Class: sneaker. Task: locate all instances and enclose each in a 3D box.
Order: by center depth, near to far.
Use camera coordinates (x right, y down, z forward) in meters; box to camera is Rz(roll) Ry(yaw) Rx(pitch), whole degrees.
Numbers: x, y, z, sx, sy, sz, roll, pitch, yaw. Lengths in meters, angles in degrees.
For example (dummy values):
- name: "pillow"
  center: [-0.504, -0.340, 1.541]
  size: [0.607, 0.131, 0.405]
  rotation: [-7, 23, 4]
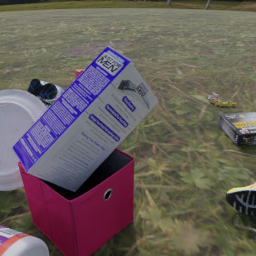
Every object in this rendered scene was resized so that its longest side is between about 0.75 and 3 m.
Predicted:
- name: "sneaker"
  center: [3.350, 1.722, 7.223]
  size: [1.833, 0.716, 0.827]
  rotation: [1, 19, -6]
- name: "sneaker"
  center: [-3.283, -1.408, 11.290]
  size: [2.293, 0.868, 0.883]
  rotation: [23, 2, 41]

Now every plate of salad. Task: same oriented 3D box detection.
- name: "plate of salad"
  center: [-3.401, 0.323, 8.049]
  size: [2.892, 2.892, 0.695]
  rotation: [6, -6, 11]

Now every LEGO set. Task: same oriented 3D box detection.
- name: "LEGO set"
  center: [4.228, -1.300, 12.680]
  size: [1.276, 0.475, 0.587]
  rotation: [22, 36, 34]

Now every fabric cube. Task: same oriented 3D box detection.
- name: "fabric cube"
  center: [-1.078, 1.478, 6.357]
  size: [1.854, 1.848, 1.819]
  rotation: [24, 36, 36]

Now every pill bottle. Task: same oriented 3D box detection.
- name: "pill bottle"
  center: [-3.002, 2.404, 4.984]
  size: [2.801, 1.561, 1.561]
  rotation: [9, 31, 18]

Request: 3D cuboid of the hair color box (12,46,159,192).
- name: "hair color box"
  center: [-0.797, -0.109, 5.898]
  size: [2.815, 1.539, 0.912]
  rotation: [-46, 54, -1]

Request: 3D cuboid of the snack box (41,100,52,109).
- name: "snack box"
  center: [-3.281, -0.165, 10.338]
  size: [2.347, 0.794, 1.979]
  rotation: [22, 36, 34]

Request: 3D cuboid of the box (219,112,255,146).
- name: "box"
  center: [4.660, -0.022, 10.386]
  size: [2.020, 0.488, 1.600]
  rotation: [-3, 30, -7]

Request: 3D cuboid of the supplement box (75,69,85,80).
- name: "supplement box"
  center: [-1.500, -1.683, 12.503]
  size: [1.667, 1.314, 2.547]
  rotation: [-4, 30, -8]
